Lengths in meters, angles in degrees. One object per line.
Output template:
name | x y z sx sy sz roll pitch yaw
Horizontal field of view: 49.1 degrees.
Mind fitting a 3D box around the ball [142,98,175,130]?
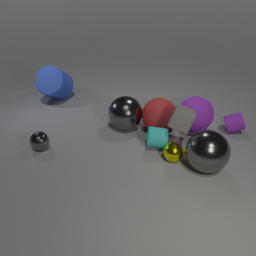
ball | 1.257 -0.517 11.216 1.400 1.400 1.400 0 30 0

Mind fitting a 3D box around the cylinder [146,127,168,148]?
cylinder | 1.052 0.332 10.111 0.700 0.700 0.700 7 30 -1

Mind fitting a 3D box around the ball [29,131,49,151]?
ball | -3.229 0.471 10.214 0.700 0.700 0.700 0 30 0

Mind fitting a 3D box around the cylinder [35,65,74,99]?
cylinder | -3.558 -2.205 13.667 1.400 1.400 1.400 6 0 10

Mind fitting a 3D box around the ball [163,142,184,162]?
ball | 1.565 0.821 9.618 0.700 0.700 0.700 0 30 0

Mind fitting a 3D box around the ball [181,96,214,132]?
ball | 2.683 -0.557 11.096 1.400 1.400 1.400 0 30 0

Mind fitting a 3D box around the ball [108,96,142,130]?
ball | -0.107 -0.601 11.396 1.400 1.400 1.400 0 30 0

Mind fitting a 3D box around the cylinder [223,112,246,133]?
cylinder | 4.254 -0.211 11.204 0.700 0.700 0.700 -15 25 19

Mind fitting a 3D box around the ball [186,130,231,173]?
ball | 2.569 0.755 9.022 1.400 1.400 1.400 0 30 0

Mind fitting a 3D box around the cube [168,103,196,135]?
cube | 1.821 -0.319 9.467 0.700 0.700 0.700 24 24 4
